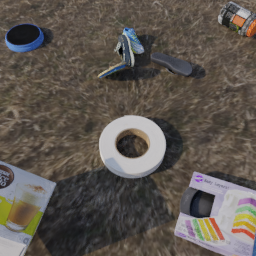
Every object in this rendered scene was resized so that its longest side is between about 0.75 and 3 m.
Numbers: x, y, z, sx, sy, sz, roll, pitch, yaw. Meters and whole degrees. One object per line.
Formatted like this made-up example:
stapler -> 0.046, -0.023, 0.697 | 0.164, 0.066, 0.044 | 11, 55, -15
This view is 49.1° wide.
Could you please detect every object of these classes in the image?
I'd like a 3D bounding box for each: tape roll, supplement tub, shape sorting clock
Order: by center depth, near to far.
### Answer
tape roll -> 0.135, 0.533, 8.619 | 2.068, 0.378, 2.068 | 0, 56, 0
shape sorting clock -> -0.577, -2.090, 10.000 | 1.132, 1.132, 0.222 | -26, 100, -16
supplement tub -> 4.614, -4.460, 11.573 | 0.943, 0.943, 1.539 | -38, 64, -22

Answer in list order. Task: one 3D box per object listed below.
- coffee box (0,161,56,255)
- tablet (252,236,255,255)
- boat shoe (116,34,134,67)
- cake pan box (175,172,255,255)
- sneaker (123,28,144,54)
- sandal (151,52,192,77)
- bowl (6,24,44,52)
coffee box -> -2.864, 1.993, 6.388 | 1.665, 1.668, 1.649 | 24, 39, -8
tablet -> 3.312, 3.366, 6.872 | 1.358, 0.143, 2.088 | 6, 56, 5
boat shoe -> -0.189, -3.010, 10.849 | 0.504, 0.611, 1.631 | -6, 65, -17
cake pan box -> 2.338, 2.241, 7.346 | 1.955, 0.511, 1.800 | 17, 57, 19
sneaker -> 0.171, -3.501, 11.097 | 0.487, 0.676, 1.286 | -34, 62, -21
sandal -> 1.659, -2.368, 10.590 | 0.693, 0.390, 1.823 | -35, 53, -28
bowl -> -4.251, -3.733, 11.481 | 1.513, 0.297, 1.513 | 0, 57, 0
